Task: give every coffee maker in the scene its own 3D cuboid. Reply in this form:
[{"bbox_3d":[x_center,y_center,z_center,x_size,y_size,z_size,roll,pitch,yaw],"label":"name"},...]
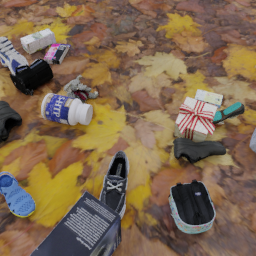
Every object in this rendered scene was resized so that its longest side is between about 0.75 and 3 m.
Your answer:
[{"bbox_3d":[-3.813,-2.048,11.516,1.400,0.981,1.457,43,62,8],"label":"coffee maker"}]

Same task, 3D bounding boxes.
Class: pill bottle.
[{"bbox_3d":[-2.185,-0.634,10.198,1.658,0.992,0.992,12,51,9],"label":"pill bottle"}]

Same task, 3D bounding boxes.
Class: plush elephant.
[{"bbox_3d":[-1.893,-1.453,10.859,1.316,1.019,1.084,21,54,17],"label":"plush elephant"}]

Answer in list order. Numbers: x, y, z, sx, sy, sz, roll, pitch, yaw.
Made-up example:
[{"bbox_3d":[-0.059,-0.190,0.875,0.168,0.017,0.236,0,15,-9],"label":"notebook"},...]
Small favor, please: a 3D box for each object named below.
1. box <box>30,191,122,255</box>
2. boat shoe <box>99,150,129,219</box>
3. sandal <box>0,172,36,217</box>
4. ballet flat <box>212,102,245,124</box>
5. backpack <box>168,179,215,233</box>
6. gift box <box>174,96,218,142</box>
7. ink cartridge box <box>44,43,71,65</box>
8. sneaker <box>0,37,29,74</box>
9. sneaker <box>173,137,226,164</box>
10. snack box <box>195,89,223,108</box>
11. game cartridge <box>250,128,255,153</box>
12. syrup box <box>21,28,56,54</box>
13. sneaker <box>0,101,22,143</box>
[{"bbox_3d":[-1.097,2.879,6.744,1.140,1.851,1.836,29,57,22],"label":"box"},{"bbox_3d":[-0.373,1.720,8.388,0.824,0.779,2.298,9,51,8],"label":"boat shoe"},{"bbox_3d":[-3.390,1.912,8.259,1.755,0.764,0.697,35,57,24],"label":"sandal"},{"bbox_3d":[3.499,-0.418,10.200,1.556,0.532,0.529,-22,41,31],"label":"ballet flat"},{"bbox_3d":[1.774,2.260,7.802,1.153,0.978,1.299,-7,42,-7],"label":"backpack"},{"bbox_3d":[2.286,-0.148,9.485,1.259,1.274,1.364,16,68,14],"label":"gift box"},{"bbox_3d":[-3.288,-3.567,13.114,0.752,0.295,1.589,8,49,7],"label":"ink cartridge box"},{"bbox_3d":[-5.016,-2.903,12.247,0.788,1.126,1.950,-34,87,-23],"label":"sneaker"},{"bbox_3d":[2.355,0.827,9.318,1.759,0.668,0.798,4,61,9],"label":"sneaker"},{"bbox_3d":[3.208,-1.174,11.167,1.031,0.191,0.599,17,52,13],"label":"snack box"},{"bbox_3d":[5.106,-0.315,9.394,0.569,1.825,2.741,40,54,8],"label":"game cartridge"},{"bbox_3d":[-4.257,-4.146,13.356,1.486,0.605,0.585,-33,58,-24],"label":"syrup box"},{"bbox_3d":[-4.839,0.171,9.589,1.226,1.026,2.702,32,60,14],"label":"sneaker"}]
